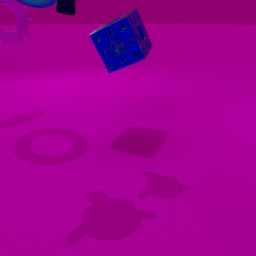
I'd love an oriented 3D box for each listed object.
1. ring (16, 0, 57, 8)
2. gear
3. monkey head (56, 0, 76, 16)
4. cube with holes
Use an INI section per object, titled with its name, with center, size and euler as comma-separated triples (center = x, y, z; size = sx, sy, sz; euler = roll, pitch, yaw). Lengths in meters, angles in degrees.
[ring]
center = -2.476, -3.685, 6.786
size = 1.837, 1.837, 0.367
euler = 7, 67, 17
[gear]
center = -3.604, -3.244, 8.294
size = 0.285, 1.540, 1.540
euler = 7, 22, 39
[monkey head]
center = -0.921, -2.275, 4.497
size = 1.381, 0.993, 0.832
euler = 3, 31, -21
[cube with holes]
center = -0.127, -2.148, 6.909
size = 1.019, 1.019, 1.019
euler = -16, 27, 25
